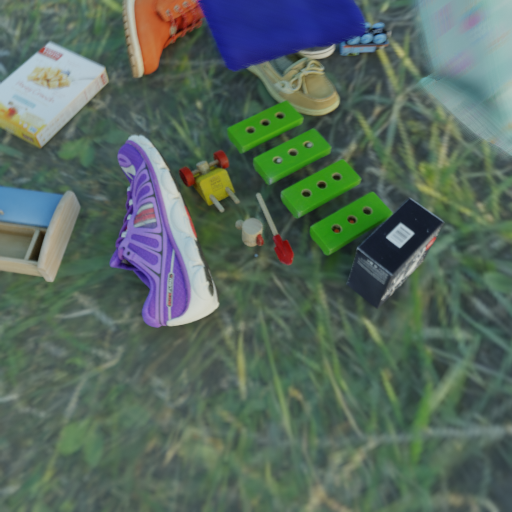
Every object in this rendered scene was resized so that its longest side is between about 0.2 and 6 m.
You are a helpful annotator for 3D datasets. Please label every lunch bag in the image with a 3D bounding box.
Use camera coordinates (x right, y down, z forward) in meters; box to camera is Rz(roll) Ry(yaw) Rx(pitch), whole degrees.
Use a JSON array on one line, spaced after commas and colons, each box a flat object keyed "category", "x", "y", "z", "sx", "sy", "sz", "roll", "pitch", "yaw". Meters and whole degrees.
[{"category": "lunch bag", "x": 2.831, "y": -2.303, "z": 6.325, "sx": 1.581, "sy": 2.592, "sz": 2.208, "roll": -14, "pitch": 24, "yaw": 5}]

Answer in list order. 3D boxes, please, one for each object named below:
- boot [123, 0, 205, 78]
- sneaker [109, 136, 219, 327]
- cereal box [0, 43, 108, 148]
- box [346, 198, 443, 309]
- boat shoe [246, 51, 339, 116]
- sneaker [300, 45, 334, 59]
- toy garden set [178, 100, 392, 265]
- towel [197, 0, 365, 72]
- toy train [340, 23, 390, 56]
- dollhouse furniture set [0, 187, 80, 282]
[{"category": "boot", "x": -1.674, "y": -4.442, "z": 10.454, "sx": 1.514, "sy": 1.059, "sz": 2.824, "roll": 4, "pitch": 60, "yaw": -4}, {"category": "sneaker", "x": -1.589, "y": -0.431, "z": 8.137, "sx": 1.305, "sy": 1.261, "sz": 3.128, "roll": -20, "pitch": 63, "yaw": -3}, {"category": "cereal box", "x": -3.744, "y": -2.891, "z": 9.927, "sx": 1.349, "sy": 0.371, "sz": 1.875, "roll": 27, "pitch": 65, "yaw": 14}, {"category": "box", "x": 1.947, "y": -0.018, "z": 7.953, "sx": 0.614, "sy": 1.075, "sz": 1.180, "roll": 41, "pitch": 69, "yaw": 20}, {"category": "boat shoe", "x": 0.516, "y": -3.419, "z": 9.997, "sx": 0.883, "sy": 0.762, "sz": 2.422, "roll": -34, "pitch": 67, "yaw": -17}, {"category": "sneaker", "x": 0.584, "y": -4.346, "z": 10.531, "sx": 1.907, "sy": 0.757, "sz": 0.748, "roll": 22, "pitch": 62, "yaw": 10}, {"category": "toy garden set", "x": 0.341, "y": -0.979, "z": 8.823, "sx": 2.280, "sy": 0.546, "sz": 2.735, "roll": -30, "pitch": 66, "yaw": -17}, {"category": "towel", "x": 0.310, "y": -3.640, "z": 8.232, "sx": 2.225, "sy": 0.551, "sz": 1.643, "roll": -21, "pitch": 80, "yaw": -16}, {"category": "toy train", "x": 2.012, "y": -4.041, "z": 10.475, "sx": 0.923, "sy": 0.527, "sz": 0.400, "roll": -3, "pitch": 69, "yaw": -1}, {"category": "dollhouse furniture set", "x": -3.975, "y": -0.639, "z": 7.178, "sx": 1.985, "sy": 3.041, "sz": 2.871, "roll": 7, "pitch": 62, "yaw": 5}]
